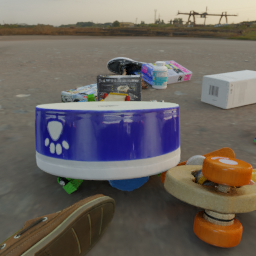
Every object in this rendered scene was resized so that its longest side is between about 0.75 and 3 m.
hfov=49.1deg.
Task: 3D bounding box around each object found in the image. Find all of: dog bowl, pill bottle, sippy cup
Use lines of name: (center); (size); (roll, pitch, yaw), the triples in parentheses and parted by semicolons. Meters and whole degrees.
dog bowl: (-0.395, 0.079, 5.785); (2.918, 1.149, 2.918); (-1, 8, 0)
pill bottle: (1.491, -2.457, 13.048); (0.676, 1.220, 0.676); (0, 20, 0)
sippy cup: (-0.050, 0.592, 5.532); (1.499, 1.177, 1.098); (-13, 34, -2)

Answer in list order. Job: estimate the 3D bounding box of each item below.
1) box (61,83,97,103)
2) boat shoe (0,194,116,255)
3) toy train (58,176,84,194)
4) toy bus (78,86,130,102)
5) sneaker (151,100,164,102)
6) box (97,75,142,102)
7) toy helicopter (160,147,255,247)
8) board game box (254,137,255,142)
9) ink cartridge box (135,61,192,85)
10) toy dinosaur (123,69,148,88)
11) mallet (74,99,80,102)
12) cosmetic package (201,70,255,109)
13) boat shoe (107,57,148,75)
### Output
box: (-1.295, -1.342, 11.231); (1.549, 0.451, 2.262); (16, 26, 35)
boat shoe: (-1.067, 1.435, 3.650); (0.744, 0.787, 2.187); (16, 26, 33)
toy train: (-0.910, 0.778, 5.766); (0.323, 0.436, 1.546); (-36, 8, 29)
toy bus: (-0.454, -0.416, 8.137); (1.661, 0.858, 1.567); (-17, 35, -19)
sneaker: (0.799, -0.745, 9.715); (1.048, 0.456, 0.390); (-10, 24, -21)
box: (-0.302, -1.216, 9.845); (1.564, 1.238, 0.378); (-1, 22, 0)
toy helicopter: (1.903, 0.935, 5.035); (2.888, 1.139, 1.910); (1, 9, -29)
board game box: (3.820, -0.323, 7.489); (0.216, 0.998, 1.484); (27, 40, 22)
ink cartridge box: (1.854, -2.872, 14.540); (2.673, 0.561, 1.595); (-17, 45, -33)
toy dinosaur: (0.030, -2.037, 12.674); (1.269, 0.804, 1.872); (21, 34, 29)
mallet: (-1.922, -0.578, 9.694); (0.237, 0.380, 1.153); (4, 36, 12)
cosmetic package: (4.296, -1.572, 10.948); (2.555, 1.084, 1.375); (-10, 22, -26)
boat shoe: (0.004, -3.311, 15.736); (2.906, 1.016, 0.963); (17, 24, 20)
